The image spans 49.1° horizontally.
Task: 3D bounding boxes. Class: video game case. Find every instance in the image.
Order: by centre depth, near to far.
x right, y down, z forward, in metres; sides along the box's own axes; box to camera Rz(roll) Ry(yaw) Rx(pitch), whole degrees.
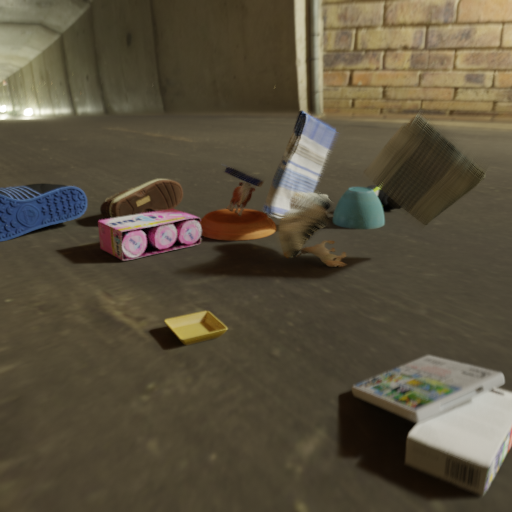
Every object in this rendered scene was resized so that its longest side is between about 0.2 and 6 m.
[{"bbox_3d":[1.847,1.432,6.185,1.139,0.138,1.250,-16,5,-20],"label":"video game case"}]

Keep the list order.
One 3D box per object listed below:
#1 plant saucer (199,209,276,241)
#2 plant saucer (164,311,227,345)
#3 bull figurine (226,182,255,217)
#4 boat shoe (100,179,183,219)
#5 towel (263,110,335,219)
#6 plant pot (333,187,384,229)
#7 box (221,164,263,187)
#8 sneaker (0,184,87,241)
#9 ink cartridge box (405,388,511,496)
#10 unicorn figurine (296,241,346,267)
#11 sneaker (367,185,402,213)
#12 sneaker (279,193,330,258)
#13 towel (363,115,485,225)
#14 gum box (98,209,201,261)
[{"bbox_3d":[-0.477,-0.787,13.326,1.903,0.356,1.903,-1,19,0],"label":"plant saucer"},{"bbox_3d":[-0.874,1.060,8.061,0.718,0.174,0.718,-10,21,-27],"label":"plant saucer"},{"bbox_3d":[-0.361,-1.352,13.096,0.409,0.763,1.256,27,4,-7],"label":"bull figurine"},{"bbox_3d":[-3.010,-1.493,14.646,0.901,0.899,2.436,6,19,37],"label":"boat shoe"},{"bbox_3d":[1.045,-1.936,12.833,0.290,2.433,1.787,25,9,30],"label":"towel"},{"bbox_3d":[2.546,-1.230,13.861,1.271,0.856,1.271,-1,19,0],"label":"plant pot"},{"bbox_3d":[-0.349,-1.803,12.564,0.931,0.151,0.564,22,6,-19],"label":"box"},{"bbox_3d":[-5.717,-1.038,13.088,3.326,1.166,1.296,-14,14,-43],"label":"sneaker"},{"bbox_3d":[2.160,1.759,5.684,0.768,0.355,1.410,13,21,36],"label":"ink cartridge box"},{"bbox_3d":[1.319,-0.056,11.096,0.666,0.358,0.970,-13,24,-24],"label":"unicorn figurine"},{"bbox_3d":[3.669,-1.523,15.304,0.880,0.762,2.125,37,38,29],"label":"sneaker"},{"bbox_3d":[1.012,-0.695,11.307,0.807,0.696,1.840,0,44,22],"label":"sneaker"},{"bbox_3d":[3.081,-1.534,10.528,1.709,1.775,0.307,42,53,3],"label":"towel"},{"bbox_3d":[-2.213,-0.496,11.949,1.946,0.643,1.104,-14,22,-36],"label":"gum box"}]
